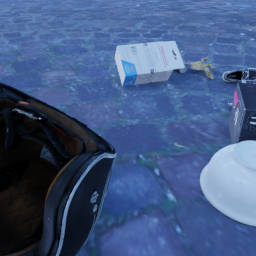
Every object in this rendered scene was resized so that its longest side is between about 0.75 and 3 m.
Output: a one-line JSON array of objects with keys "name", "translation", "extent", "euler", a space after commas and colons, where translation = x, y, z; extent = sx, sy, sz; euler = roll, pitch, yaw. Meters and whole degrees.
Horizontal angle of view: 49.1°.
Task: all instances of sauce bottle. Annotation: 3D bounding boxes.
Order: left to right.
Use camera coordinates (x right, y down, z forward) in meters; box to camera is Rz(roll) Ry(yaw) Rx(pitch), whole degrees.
[{"name": "sauce bottle", "translation": [2.000, -2.816, 12.120], "extent": [0.535, 0.535, 1.654], "euler": [-11, 37, -16]}]

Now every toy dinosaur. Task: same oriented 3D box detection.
[{"name": "toy dinosaur", "translation": [2.982, -2.637, 11.789], "extent": [0.981, 0.565, 1.940], "euler": [-24, 40, -30]}]

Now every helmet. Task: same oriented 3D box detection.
[{"name": "helmet", "translation": [-1.688, 0.991, 4.128], "extent": [2.826, 2.694, 2.826], "euler": [31, 2, -1]}]

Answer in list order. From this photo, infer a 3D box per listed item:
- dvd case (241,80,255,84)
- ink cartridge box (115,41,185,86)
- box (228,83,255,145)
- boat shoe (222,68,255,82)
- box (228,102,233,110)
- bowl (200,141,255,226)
[{"name": "dvd case", "translation": [5.143, -1.236, 9.875], "extent": [2.077, 0.257, 1.561], "euler": [7, 33, 10]}, {"name": "ink cartridge box", "translation": [0.804, -2.481, 10.714], "extent": [2.346, 0.782, 1.359], "euler": [-9, 69, -14]}, {"name": "box", "translation": [4.078, -0.143, 7.097], "extent": [2.634, 1.397, 1.610], "euler": [6, 33, 10]}, {"name": "boat shoe", "translation": [4.418, -2.032, 10.744], "extent": [1.455, 0.522, 0.493], "euler": [0, 8, 4]}, {"name": "box", "translation": [3.721, -0.521, 8.824], "extent": [0.661, 0.177, 1.091], "euler": [-9, 35, -15]}, {"name": "bowl", "translation": [2.638, 0.922, 5.878], "extent": [2.109, 0.948, 2.109], "euler": [0, 32, 0]}]
